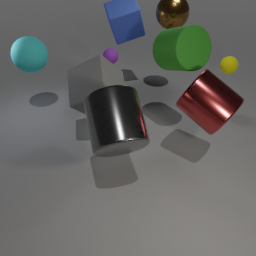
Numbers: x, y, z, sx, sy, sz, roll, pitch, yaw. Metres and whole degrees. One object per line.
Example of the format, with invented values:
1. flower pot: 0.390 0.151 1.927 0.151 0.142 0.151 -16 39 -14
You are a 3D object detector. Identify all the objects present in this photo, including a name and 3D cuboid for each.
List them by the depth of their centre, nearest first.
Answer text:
1. cylinder: -0.293 -0.134 6.926 1.400 1.400 1.400 -9 73 -13
2. cylinder: 2.371 -0.754 8.217 1.400 1.400 1.400 42 45 8
3. cylinder: 1.752 -2.599 9.236 1.400 1.400 1.400 -16 19 -23
4. cube: -1.017 -1.320 9.352 1.400 1.400 1.400 -18 68 25
5. ball: -3.899 -2.907 11.123 1.400 1.400 1.400 0 33 0
6. ball: 4.101 -2.551 11.361 0.700 0.700 0.700 0 33 0
7. ball: 1.864 -4.841 11.723 1.400 1.400 1.400 0 33 0
8. ball: -0.775 -3.227 12.557 0.700 0.700 0.700 0 33 0
9. cube: -0.151 -4.973 12.834 1.400 1.400 1.400 -19 53 2
